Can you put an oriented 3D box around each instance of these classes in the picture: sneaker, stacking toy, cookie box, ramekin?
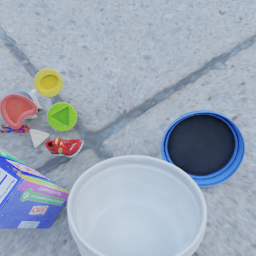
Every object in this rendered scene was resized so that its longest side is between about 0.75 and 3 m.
[{"bbox_3d":[-1.679,0.458,7.186,1.229,0.522,0.473,-10,50,33],"label":"sneaker"},{"bbox_3d":[-2.912,-0.723,8.766,0.522,0.409,1.050,9,69,-10],"label":"sneaker"},{"bbox_3d":[-2.498,-0.590,8.164,1.974,1.787,0.834,-32,17,-2],"label":"stacking toy"},{"bbox_3d":[-3.007,1.039,6.235,2.829,2.420,1.063,29,77,17],"label":"cookie box"},{"bbox_3d":[0.166,1.964,5.858,2.715,1.425,2.715,1,35,-1],"label":"ramekin"}]

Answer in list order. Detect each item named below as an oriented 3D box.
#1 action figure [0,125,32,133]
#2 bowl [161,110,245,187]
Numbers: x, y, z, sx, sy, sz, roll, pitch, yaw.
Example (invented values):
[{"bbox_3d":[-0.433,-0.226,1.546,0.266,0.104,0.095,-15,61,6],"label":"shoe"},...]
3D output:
[{"bbox_3d":[-3.332,0.005,8.364,0.893,0.231,0.292,-1,50,-3],"label":"action figure"},{"bbox_3d":[1.856,0.511,7.081,2.042,2.042,0.401,7,19,5],"label":"bowl"}]
